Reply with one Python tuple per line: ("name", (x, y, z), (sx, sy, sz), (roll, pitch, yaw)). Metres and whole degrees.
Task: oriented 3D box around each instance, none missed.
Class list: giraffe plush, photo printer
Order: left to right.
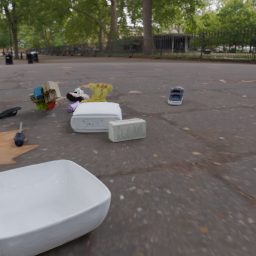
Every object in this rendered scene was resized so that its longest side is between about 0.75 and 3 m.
("giraffe plush", (-1.327, -1.366, 12.388), (1.378, 1.295, 1.597), (-11, 25, -40))
("photo printer", (-1.160, -0.487, 10.907), (1.830, 0.764, 2.200), (0, 17, -2))

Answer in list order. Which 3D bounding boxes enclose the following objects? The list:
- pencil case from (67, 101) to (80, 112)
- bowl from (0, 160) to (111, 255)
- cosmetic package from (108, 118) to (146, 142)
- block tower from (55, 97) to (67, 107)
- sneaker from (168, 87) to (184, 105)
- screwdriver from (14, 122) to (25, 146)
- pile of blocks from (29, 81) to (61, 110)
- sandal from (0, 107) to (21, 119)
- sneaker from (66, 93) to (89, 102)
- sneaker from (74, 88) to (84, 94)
("pencil case", (-2.593, -1.017, 13.391), (0.368, 0.375, 0.877), (-3, 14, 19))
("bowl", (-1.505, 1.355, 4.760), (2.060, 0.770, 2.063), (-12, 19, -34))
("cosmetic package", (-0.030, 0.058, 9.395), (1.179, 0.609, 0.514), (-6, 17, -25))
("block tower", (-3.673, -1.330, 14.444), (0.361, 0.387, 1.337), (7, 19, 23))
("sneaker", (2.626, -1.800, 15.349), (0.776, 0.785, 1.978), (5, 19, 13))
("screwdriver", (-3.705, 0.173, 9.648), (0.326, 0.340, 2.340), (-5, 14, -18))
("pile of blocks", (-3.671, -1.210, 12.393), (1.192, 0.902, 2.904), (-15, -3, -20))
("sandal", (-5.249, -0.627, 12.362), (0.452, 0.288, 1.204), (13, 33, 34))
("sneaker", (-2.792, -1.722, 15.680), (1.289, 0.431, 0.691), (15, 21, 31))
("sneaker", (-3.141, -2.210, 17.292), (0.503, 0.434, 1.147), (-10, 19, -30))
